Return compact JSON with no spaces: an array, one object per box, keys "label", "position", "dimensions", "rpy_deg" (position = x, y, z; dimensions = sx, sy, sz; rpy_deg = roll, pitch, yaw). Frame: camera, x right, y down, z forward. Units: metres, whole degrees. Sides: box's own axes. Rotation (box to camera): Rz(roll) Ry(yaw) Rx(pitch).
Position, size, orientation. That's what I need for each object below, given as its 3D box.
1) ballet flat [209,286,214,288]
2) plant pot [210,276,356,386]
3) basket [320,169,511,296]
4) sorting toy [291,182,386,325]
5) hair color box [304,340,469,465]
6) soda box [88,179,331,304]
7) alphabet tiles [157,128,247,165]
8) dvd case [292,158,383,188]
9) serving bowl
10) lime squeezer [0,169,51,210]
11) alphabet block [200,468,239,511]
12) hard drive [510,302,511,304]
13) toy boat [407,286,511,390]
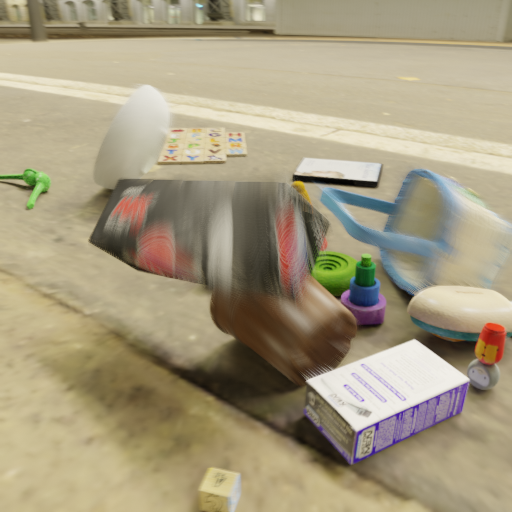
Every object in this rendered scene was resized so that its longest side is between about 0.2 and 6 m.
[{"label":"ballet flat","position":[-0.290,-0.006,9.120],"dimensions":[0.559,0.478,1.682],"rpy_deg":[12,29,23]},{"label":"plant pot","position":[0.389,0.742,6.800],"dimensions":[1.383,1.383,1.369],"rpy_deg":[-19,39,-33]},{"label":"basket","position":[2.326,-0.443,8.498],"dimensions":[2.480,1.725,2.187],"rpy_deg":[8,22,-12]},{"label":"sorting toy","position":[1.054,-0.245,8.828],"dimensions":[1.198,1.190,3.456],"rpy_deg":[-8,27,-15]},{"label":"hair color box","position":[1.397,1.518,6.035],"dimensions":[1.569,0.509,0.858],"rpy_deg":[-12,30,-27]},{"label":"soda box","position":[-0.669,-0.251,6.541],"dimensions":[2.898,0.918,1.025],"rpy_deg":[8,69,42]},{"label":"alphabet tiles","position":[-1.761,-3.175,15.912],"dimensions":[2.926,0.111,3.516],"rpy_deg":[-2,26,-3]},{"label":"dvd case","position":[1.989,-2.026,13.534],"dimensions":[2.017,0.177,1.439],"rpy_deg":[7,27,13]},{"label":"serving bowl","position":[-2.553,-2.431,12.230],"dimensions":[0.801,2.436,2.436],"rpy_deg":[30,28,-3]},{"label":"lime squeezer","position":[-5.097,-1.589,12.560],"dimensions":[0.842,0.449,2.383],"rpy_deg":[-46,45,-14]},{"label":"alphabet block","position":[-0.324,2.129,5.052],"dimensions":[0.286,0.279,0.281],"rpy_deg":[6,25,14]},{"label":"hard drive","position":[3.702,0.931,7.628],"dimensions":[0.652,0.132,0.988],"rpy_deg":[-4,26,-8]},{"label":"toy boat","position":[2.663,0.951,7.048],"dimensions":[1.412,0.780,1.679],"rpy_deg":[5,19,1]}]
